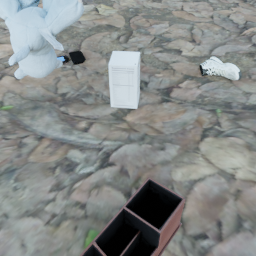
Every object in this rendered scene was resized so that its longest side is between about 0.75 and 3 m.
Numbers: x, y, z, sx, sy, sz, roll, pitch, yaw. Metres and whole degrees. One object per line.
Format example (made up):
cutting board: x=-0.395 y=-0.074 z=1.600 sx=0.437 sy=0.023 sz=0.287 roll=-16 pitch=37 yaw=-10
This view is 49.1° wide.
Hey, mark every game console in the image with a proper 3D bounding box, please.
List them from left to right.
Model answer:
game console: x=-2.400 y=-2.688 z=10.976 sx=1.389 sy=0.167 sz=0.820 roll=-15 pitch=45 yaw=-15

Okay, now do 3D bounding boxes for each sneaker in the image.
sneaker: x=3.188 y=-1.970 z=10.007 sx=0.917 sy=0.602 sz=1.595 roll=-29 pitch=42 yaw=-16

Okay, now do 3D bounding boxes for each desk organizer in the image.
desk organizer: x=-0.015 y=2.204 z=5.072 sx=0.940 sy=1.009 sz=2.621 roll=27 pitch=49 yaw=26

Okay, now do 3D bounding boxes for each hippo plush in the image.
hippo plush: x=-1.914 y=-2.081 z=6.444 sx=1.880 sy=1.898 sz=2.361 roll=-23 pitch=70 yaw=-16

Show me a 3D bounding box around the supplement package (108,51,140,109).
supplement package: x=-0.082 y=-1.473 z=8.642 sx=0.880 sy=1.547 sz=0.847 roll=5 pitch=43 yaw=5
